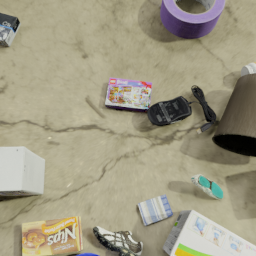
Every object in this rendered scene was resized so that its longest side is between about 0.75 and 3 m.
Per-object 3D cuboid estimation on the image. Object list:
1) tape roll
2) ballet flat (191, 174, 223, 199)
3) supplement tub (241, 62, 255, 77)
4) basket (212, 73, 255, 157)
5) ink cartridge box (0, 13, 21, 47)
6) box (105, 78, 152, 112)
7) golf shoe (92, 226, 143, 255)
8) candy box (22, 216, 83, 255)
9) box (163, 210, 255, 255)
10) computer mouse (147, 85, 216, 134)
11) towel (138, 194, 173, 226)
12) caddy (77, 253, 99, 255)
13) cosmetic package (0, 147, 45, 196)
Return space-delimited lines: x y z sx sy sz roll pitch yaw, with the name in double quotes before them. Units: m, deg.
"tape roll" 2.098 -4.033 9.273 1.989 0.845 1.989 0 73 1
"ballet flat" 2.147 1.591 7.672 1.165 0.418 0.418 38 73 -25
"supplement tub" 4.059 -1.713 8.635 0.933 0.674 0.674 -11 73 -3
"basket" 3.512 -0.388 7.906 1.826 1.377 2.025 14 69 15
"ink cartridge box" -4.727 -3.436 9.332 2.016 0.395 1.003 15 74 6
"box" 0.032 -1.021 8.635 1.350 0.264 0.924 7 73 2
"golf shoe" -0.263 2.920 7.350 1.407 0.547 0.665 32 55 10
"candy box" -1.978 2.851 7.354 1.486 0.411 0.858 -7 73 -2
"box" 2.196 3.091 6.819 2.302 1.295 1.167 29 75 7
"computer mouse" 1.611 -0.318 8.359 1.988 0.458 1.396 -26 75 -16
"towel" 0.746 2.252 7.710 0.854 0.102 0.627 -17 72 -7
"caddy" -0.933 4.084 6.642 1.438 1.068 2.034 -2 71 -18
"cosmetic package" -3.238 1.182 7.178 1.727 1.732 1.065 -2 75 0
